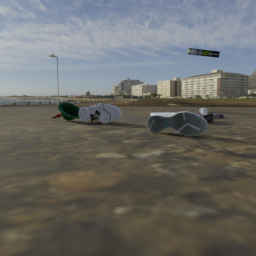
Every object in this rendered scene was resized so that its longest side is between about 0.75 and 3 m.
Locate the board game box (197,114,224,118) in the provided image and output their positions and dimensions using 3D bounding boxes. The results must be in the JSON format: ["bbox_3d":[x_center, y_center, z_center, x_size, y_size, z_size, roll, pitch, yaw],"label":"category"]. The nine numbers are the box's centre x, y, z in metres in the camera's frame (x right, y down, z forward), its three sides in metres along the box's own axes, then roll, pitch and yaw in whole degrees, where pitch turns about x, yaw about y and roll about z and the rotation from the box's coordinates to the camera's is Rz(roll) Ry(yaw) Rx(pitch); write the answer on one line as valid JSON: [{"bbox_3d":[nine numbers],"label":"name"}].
[{"bbox_3d":[4.463,-0.688,15.980,1.645,0.266,0.987,-1,1,-12],"label":"board game box"}]

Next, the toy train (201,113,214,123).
[{"bbox_3d":[3.465,-0.434,12.467,0.505,0.376,2.207,-1,4,23],"label":"toy train"}]

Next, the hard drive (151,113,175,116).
[{"bbox_3d":[2.074,-0.614,14.709,1.481,0.295,2.246,0,5,-3],"label":"hard drive"}]

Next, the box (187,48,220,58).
[{"bbox_3d":[3.155,-3.163,11.795,1.213,0.269,0.972,8,15,4],"label":"box"}]

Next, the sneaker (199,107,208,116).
[{"bbox_3d":[4.205,-0.855,15.314,0.439,0.330,0.882,-31,35,13],"label":"sneaker"}]

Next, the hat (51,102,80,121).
[{"bbox_3d":[-3.007,-0.420,13.535,1.229,1.306,1.484,22,27,-19],"label":"hat"}]

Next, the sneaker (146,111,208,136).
[{"bbox_3d":[1.455,-0.141,7.976,1.875,0.659,0.751,4,4,42],"label":"sneaker"}]

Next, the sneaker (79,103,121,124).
[{"bbox_3d":[-0.973,-0.672,12.304,2.280,0.857,1.310,0,7,37],"label":"sneaker"}]
